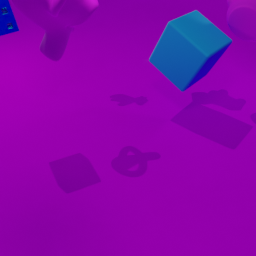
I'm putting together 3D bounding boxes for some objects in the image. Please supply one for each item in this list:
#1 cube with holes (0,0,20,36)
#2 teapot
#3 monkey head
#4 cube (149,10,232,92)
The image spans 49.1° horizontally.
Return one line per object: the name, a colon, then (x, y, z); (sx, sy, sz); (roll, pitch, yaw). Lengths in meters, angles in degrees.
cube with holes: (-2.431, -2.032, 4.833); (0.738, 0.738, 0.738); (-23, 39, -17)
teapot: (2.853, -2.638, 6.402); (1.814, 1.128, 0.888); (43, 70, 3)
monkey head: (-0.666, -0.971, 2.219); (1.089, 0.784, 0.656); (36, 18, 34)
cube: (1.460, -1.833, 6.671); (1.186, 1.186, 1.186); (46, 53, 12)
